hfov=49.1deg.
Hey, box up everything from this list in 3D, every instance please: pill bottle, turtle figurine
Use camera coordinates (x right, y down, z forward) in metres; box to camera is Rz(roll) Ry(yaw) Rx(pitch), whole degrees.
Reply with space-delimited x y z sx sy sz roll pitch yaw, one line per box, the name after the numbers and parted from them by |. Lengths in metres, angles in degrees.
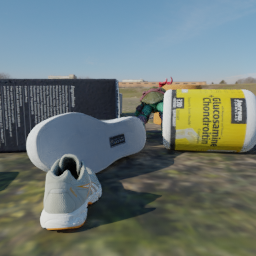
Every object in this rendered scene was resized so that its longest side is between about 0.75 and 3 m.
1.818 -0.149 5.571 2.200 1.232 1.232 1 8 9 | pill bottle
0.751 -0.550 7.552 1.648 1.108 2.201 -22 24 22 | turtle figurine

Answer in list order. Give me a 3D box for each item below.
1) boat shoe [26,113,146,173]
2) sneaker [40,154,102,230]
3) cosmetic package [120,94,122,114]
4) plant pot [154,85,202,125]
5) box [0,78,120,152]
-0.611 0.238 4.495 0.736 0.893 2.601 -6 -1 32 | boat shoe
-0.540 0.526 2.938 0.485 0.589 1.281 1 7 0 | sneaker
-1.328 -1.116 13.302 1.441 1.217 2.698 3 5 19 | cosmetic package
1.974 -0.884 10.422 2.041 1.428 2.041 -1 7 0 | plant pot
-1.680 -0.385 6.436 2.792 1.456 2.066 -1 8 -8 | box
